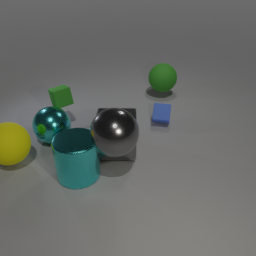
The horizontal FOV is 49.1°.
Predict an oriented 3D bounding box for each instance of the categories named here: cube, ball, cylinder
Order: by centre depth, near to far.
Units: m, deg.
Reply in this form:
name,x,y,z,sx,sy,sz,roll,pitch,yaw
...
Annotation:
name,x,y,z,sx,sy,sz,roll,pitch,yaw
ball,-0.383,0.125,7.923,1.400,1.400,1.400,0,31,0
cylinder,-1.591,0.925,8.749,1.400,1.400,1.400,0,31,0
ball,-3.901,0.510,9.131,1.400,1.400,1.400,0,31,0
cube,-0.409,0.199,9.839,1.400,1.400,1.400,0,27,1
ball,-2.840,-0.113,10.454,1.400,1.400,1.400,0,31,0
cube,-2.656,-1.248,11.074,0.700,0.700,0.700,-22,27,-25
cube,1.408,-0.610,11.658,0.700,0.700,0.700,6,-7,8
ball,1.713,-2.480,13.825,1.400,1.400,1.400,0,31,0
